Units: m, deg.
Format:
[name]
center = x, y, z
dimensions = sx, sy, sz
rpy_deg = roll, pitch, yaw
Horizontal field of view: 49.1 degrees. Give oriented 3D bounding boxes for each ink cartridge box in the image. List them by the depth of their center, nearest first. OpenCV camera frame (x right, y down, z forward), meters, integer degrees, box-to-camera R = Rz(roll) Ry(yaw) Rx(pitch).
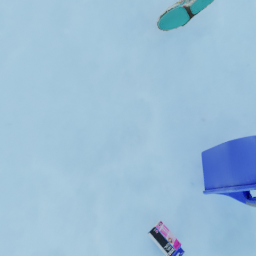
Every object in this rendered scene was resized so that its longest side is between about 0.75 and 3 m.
[ink cartridge box]
center = 1.014, 2.953, 7.229
dimensions = 0.483, 0.189, 1.020
rpy_deg = -35, 79, -34

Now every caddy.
[caddy]
center = 2.869, 1.091, 6.457
dimensions = 1.960, 2.772, 1.455
rpy_deg = -3, 75, -12

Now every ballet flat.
[ballet flat]
center = 1.804, -3.743, 8.788
dimensions = 2.077, 0.786, 0.664
rpy_deg = -28, 35, 9
